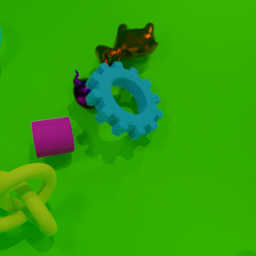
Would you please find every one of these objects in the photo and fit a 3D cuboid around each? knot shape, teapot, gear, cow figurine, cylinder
[{"bbox_3d":[-2.055,1.329,5.413,1.803,1.687,0.833,25,27,-12],"label":"knot shape"},{"bbox_3d":[-0.962,-0.925,6.982,0.649,1.326,0.824,-16,43,40],"label":"teapot"},{"bbox_3d":[-0.056,-0.674,6.646,1.932,0.357,1.932,20,52,-27],"label":"gear"},{"bbox_3d":[-0.021,-2.088,7.491,1.657,0.909,1.630,0,53,12],"label":"cow figurine"},{"bbox_3d":[-1.707,0.205,6.388,0.834,0.834,0.834,-9,65,-16],"label":"cylinder"}]
